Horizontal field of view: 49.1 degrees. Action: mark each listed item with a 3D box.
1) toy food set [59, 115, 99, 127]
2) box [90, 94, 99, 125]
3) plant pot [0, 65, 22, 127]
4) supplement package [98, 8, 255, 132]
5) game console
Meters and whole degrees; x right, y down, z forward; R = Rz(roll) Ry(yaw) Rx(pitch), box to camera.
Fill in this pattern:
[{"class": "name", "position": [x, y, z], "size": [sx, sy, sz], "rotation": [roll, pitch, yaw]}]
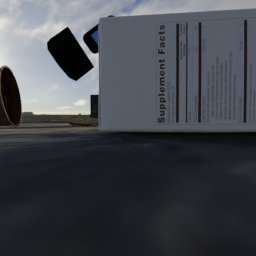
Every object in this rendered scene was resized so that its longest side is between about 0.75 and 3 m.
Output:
[{"class": "toy food set", "position": [-1.745, -0.197, 11.489], "size": [1.906, 0.383, 1.316], "rotation": [6, 10, 13]}, {"class": "box", "position": [-0.801, -0.942, 15.217], "size": [1.914, 1.602, 2.577], "rotation": [0, 0, 10]}, {"class": "plant pot", "position": [-4.821, -0.906, 9.205], "size": [2.024, 2.045, 2.045], "rotation": [-8, 2, -4]}, {"class": "supplement package", "position": [1.078, -0.779, 4.627], "size": [2.834, 1.697, 1.719], "rotation": [0, 1, 10]}, {"class": "game console", "position": [-1.113, -2.444, 7.912], "size": [2.215, 1.306, 0.267], "rotation": [-42, 29, -15]}]
